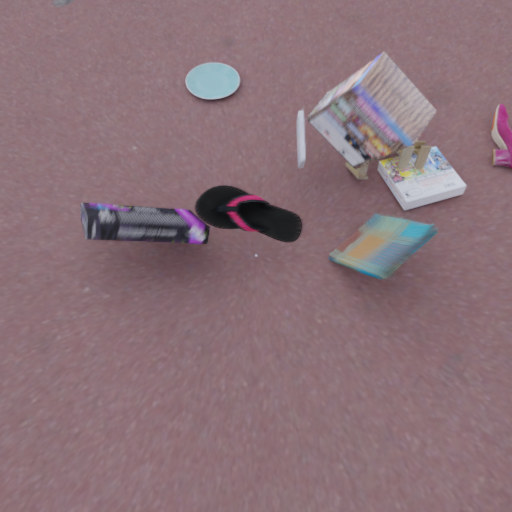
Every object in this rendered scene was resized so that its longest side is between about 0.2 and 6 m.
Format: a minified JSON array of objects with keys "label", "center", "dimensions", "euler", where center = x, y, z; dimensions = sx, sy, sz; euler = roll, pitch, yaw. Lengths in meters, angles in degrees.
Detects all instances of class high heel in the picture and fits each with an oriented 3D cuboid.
[{"label":"high heel","center":[5.731,-2.702,12.539],"dimensions":[0.795,0.558,1.657],"euler":[5,62,15]}]

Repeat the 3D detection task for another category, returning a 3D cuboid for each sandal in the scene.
[{"label":"sandal","center":[-0.055,-0.749,10.001],"dimensions":[2.073,0.467,0.778],"euler":[14,87,-20]}]

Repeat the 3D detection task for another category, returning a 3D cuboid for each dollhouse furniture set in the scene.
[{"label":"dollhouse furniture set","center":[2.792,-2.226,12.144],"dimensions":[1.418,0.942,1.243],"euler":[-3,38,-21]}]

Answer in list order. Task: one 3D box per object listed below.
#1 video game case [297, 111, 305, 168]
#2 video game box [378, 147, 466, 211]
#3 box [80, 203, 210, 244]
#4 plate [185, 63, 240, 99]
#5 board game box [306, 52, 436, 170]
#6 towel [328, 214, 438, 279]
[{"label":"video game case","center":[0.923,-2.372,11.527],"dimensions":[0.118,0.906,0.995],"euler":[-2,89,2]},{"label":"video game box","center":[3.530,-1.683,12.039],"dimensions":[1.418,0.332,1.292],"euler":[-15,57,-10]},{"label":"box","center":[-2.095,-0.603,10.346],"dimensions":[2.157,0.389,1.542],"euler":[4,15,-21]},{"label":"plate","center":[-1.069,-4.282,13.842],"dimensions":[1.335,0.171,1.335],"euler":[0,58,0]},{"label":"board game box","center":[2.060,-2.579,10.290],"dimensions":[1.436,1.801,0.872],"euler":[42,69,-15]},{"label":"towel","center":[2.238,-0.222,10.281],"dimensions":[1.394,0.206,1.901],"euler":[-40,21,-9]}]
